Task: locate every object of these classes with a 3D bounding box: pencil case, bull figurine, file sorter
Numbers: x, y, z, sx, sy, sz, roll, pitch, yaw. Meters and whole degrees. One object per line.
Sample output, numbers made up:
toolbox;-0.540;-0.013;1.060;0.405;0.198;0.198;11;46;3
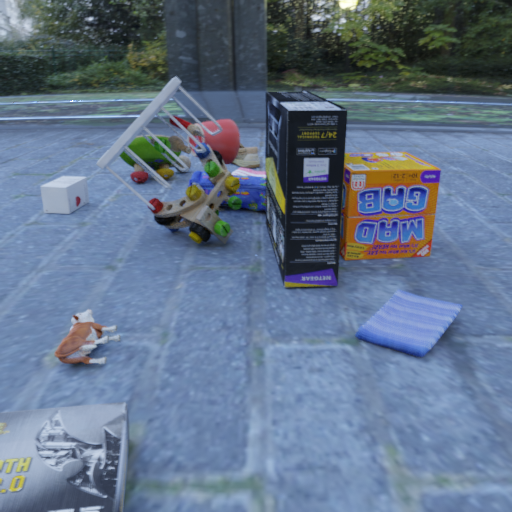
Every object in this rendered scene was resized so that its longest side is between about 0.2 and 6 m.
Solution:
pencil case;-0.613;-1.663;14.415;2.440;0.952;1.060;6;-2;17
bull figurine;-2.375;1.156;7.912;0.756;0.406;1.245;1;21;2
file sorter;-1.955;-2.236;11.502;2.258;1.406;1.567;-49;15;-3

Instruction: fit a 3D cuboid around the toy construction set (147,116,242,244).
toy construction set;-1.092;-1.496;11.985;2.200;2.638;2.027;-32;41;-24

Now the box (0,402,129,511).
box;-2.300;2.136;5.202;2.135;0.516;1.691;-3;22;-8

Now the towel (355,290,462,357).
towel;2.307;0.964;8.436;1.097;0.181;1.516;12;31;36

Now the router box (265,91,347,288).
router box;0.836;-1.550;11.175;1.033;3.108;3.953;-1;21;-4

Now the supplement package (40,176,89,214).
supplement package;-4.960;-1.595;14.599;0.714;0.723;1.193;3;21;9

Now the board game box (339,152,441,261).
board game box;2.545;-1.109;11.785;1.826;1.827;1.828;-3;21;-7

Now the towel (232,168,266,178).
towel;-0.132;-2.186;16.605;1.951;0.399;2.666;7;22;18

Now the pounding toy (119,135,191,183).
pounding toy;-3.188;-2.793;17.619;1.963;1.180;2.543;-8;-10;10

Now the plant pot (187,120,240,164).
plant pot;-1.071;-2.776;13.577;0.961;1.086;1.086;-6;20;-38

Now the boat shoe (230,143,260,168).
boat shoe;-0.731;-3.721;20.006;0.885;0.801;2.484;-18;27;-38
